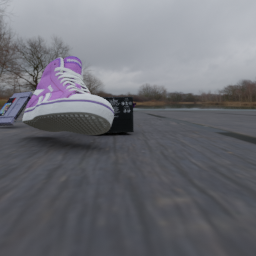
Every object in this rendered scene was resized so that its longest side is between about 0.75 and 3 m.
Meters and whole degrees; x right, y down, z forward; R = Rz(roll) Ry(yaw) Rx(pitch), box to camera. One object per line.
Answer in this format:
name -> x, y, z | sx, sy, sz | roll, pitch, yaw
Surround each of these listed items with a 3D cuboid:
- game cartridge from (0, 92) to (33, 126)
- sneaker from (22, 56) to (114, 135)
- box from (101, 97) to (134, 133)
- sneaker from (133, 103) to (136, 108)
game cartridge -> -3.733, -0.637, 9.114 | 0.870, 1.342, 0.258 | 1, -38, 25
sneaker -> -1.144, -0.764, 5.384 | 1.035, 1.629, 2.857 | 28, -15, -38
box -> -0.499, -0.348, 7.290 | 1.060, 0.887, 1.427 | -2, 3, -11
sneaker -> -0.245, -0.612, 10.353 | 1.258, 0.468, 0.551 | -45, 26, -29
